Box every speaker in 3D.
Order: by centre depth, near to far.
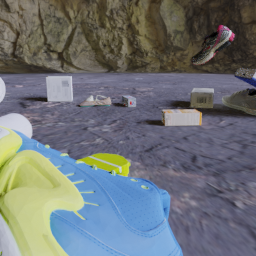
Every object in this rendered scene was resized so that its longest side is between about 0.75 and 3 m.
[{"bbox_3d":[-2.456,0.239,5.077,0.751,0.751,1.850,1,13,4],"label":"speaker"}]

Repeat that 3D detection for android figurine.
[{"bbox_3d":[-0.494,0.671,4.346,1.120,0.253,1.230,11,18,40],"label":"android figurine"}]

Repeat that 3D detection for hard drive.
[{"bbox_3d":[5.101,-1.181,9.308,2.817,0.357,1.858,26,14,-2],"label":"hard drive"}]

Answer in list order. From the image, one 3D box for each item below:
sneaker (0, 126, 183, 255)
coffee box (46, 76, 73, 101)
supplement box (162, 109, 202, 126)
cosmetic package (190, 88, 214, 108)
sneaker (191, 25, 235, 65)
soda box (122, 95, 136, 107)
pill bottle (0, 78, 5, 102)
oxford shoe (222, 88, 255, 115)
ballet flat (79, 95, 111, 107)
[{"bbox_3d":[-0.597,0.770,2.622,1.559,1.124,2.969,7,15,-30],"label":"sneaker"},{"bbox_3d":[-3.181,-1.853,13.125,1.108,1.106,1.096,-2,13,-9],"label":"coffee box"},{"bbox_3d":[1.544,-0.314,8.191,1.052,0.387,0.663,-1,13,-2],"label":"supplement box"},{"bbox_3d":[3.131,-1.292,11.791,0.912,0.644,1.762,4,13,17],"label":"cosmetic package"},{"bbox_3d":[2.329,-2.360,8.022,1.421,0.530,0.573,-38,21,45],"label":"sneaker"},{"bbox_3d":[0.029,-1.116,11.632,0.343,0.369,1.082,-3,14,-14],"label":"soda box"},{"bbox_3d":[-6.615,-1.682,11.999,2.351,1.308,1.308,4,14,19],"label":"pill bottle"},{"bbox_3d":[4.477,-1.087,10.542,1.100,0.845,2.925,-3,12,-5],"label":"oxford shoe"},{"bbox_3d":[-1.352,-1.117,11.472,1.326,0.446,0.452,-4,14,-14],"label":"ballet flat"}]
